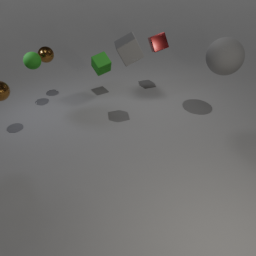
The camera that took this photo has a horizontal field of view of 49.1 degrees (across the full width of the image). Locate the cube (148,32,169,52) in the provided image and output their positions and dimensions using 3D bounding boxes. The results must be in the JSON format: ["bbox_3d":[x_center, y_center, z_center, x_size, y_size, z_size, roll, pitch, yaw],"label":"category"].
[{"bbox_3d":[1.395,-3.961,12.951,0.700,0.700,0.700,-21,18,0],"label":"cube"}]

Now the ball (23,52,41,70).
[{"bbox_3d":[-3.875,-2.726,11.347,0.700,0.700,0.700,0,33,0],"label":"ball"}]

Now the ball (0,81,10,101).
[{"bbox_3d":[-4.429,-1.271,9.634,0.700,0.700,0.700,0,33,0],"label":"ball"}]

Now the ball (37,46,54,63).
[{"bbox_3d":[-3.606,-3.220,12.290,0.700,0.700,0.700,0,33,0],"label":"ball"}]

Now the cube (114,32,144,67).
[{"bbox_3d":[0.035,-2.590,9.195,0.700,0.700,0.700,-26,37,10],"label":"cube"}]

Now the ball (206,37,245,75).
[{"bbox_3d":[3.652,-2.690,10.544,1.400,1.400,1.400,0,33,0],"label":"ball"}]

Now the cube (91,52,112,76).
[{"bbox_3d":[-1.250,-2.993,13.072,0.700,0.700,0.700,-28,74,-17],"label":"cube"}]
